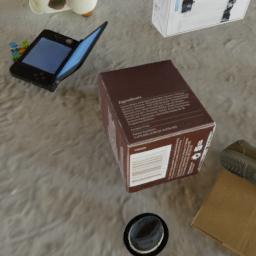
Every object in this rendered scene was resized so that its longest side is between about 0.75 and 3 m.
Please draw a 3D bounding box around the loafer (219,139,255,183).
[{"bbox_3d":[3.904,1.090,7.320,2.878,1.082,1.002,30,60,23],"label":"loafer"}]

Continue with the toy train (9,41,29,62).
[{"bbox_3d":[-3.915,-3.067,10.984,1.349,0.780,0.571,-16,53,-13],"label":"toy train"}]

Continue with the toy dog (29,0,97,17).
[{"bbox_3d":[-2.861,-6.224,12.834,2.944,2.054,2.855,11,49,5],"label":"toy dog"}]

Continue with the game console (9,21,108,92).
[{"bbox_3d":[-2.485,-2.944,10.182,2.616,1.731,2.974,22,51,-1],"label":"game console"}]

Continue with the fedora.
[{"bbox_3d":[0.431,2.435,6.566,1.139,0.520,1.139,0,50,0],"label":"fedora"}]

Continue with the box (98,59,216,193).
[{"bbox_3d":[0.592,-0.095,7.597,2.154,2.176,2.623,-14,52,-11],"label":"box"}]

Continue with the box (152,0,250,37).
[{"bbox_3d":[1.740,-3.026,6.389,2.261,1.319,0.680,-17,55,-15],"label":"box"}]

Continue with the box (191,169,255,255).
[{"bbox_3d":[2.719,2.099,7.052,1.557,0.203,1.905,28,56,22],"label":"box"}]
